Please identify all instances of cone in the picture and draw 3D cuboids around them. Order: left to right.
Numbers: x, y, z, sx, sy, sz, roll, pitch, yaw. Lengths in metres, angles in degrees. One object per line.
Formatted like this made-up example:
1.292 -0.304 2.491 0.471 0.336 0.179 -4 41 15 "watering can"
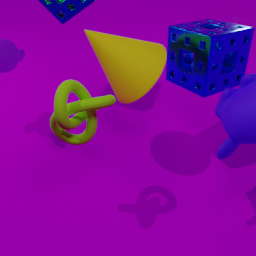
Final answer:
-0.282 -1.548 5.816 1.546 1.540 1.540 31 37 -32 "cone"

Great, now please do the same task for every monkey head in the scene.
-3.301 -1.650 7.089 1.040 1.241 1.725 11 22 0 "monkey head"
2.375 -0.212 5.028 1.969 1.416 1.186 -38 46 21 "monkey head"

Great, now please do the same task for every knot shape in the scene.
-0.890 -0.201 4.980 1.283 1.201 0.593 -2 42 -48 "knot shape"

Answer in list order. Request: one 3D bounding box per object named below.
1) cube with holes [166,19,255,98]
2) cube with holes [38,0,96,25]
1.790 -1.644 6.368 1.283 1.283 1.283 -20 36 -27 "cube with holes"
-1.572 -3.920 7.302 1.374 1.374 1.374 -15 47 40 "cube with holes"
